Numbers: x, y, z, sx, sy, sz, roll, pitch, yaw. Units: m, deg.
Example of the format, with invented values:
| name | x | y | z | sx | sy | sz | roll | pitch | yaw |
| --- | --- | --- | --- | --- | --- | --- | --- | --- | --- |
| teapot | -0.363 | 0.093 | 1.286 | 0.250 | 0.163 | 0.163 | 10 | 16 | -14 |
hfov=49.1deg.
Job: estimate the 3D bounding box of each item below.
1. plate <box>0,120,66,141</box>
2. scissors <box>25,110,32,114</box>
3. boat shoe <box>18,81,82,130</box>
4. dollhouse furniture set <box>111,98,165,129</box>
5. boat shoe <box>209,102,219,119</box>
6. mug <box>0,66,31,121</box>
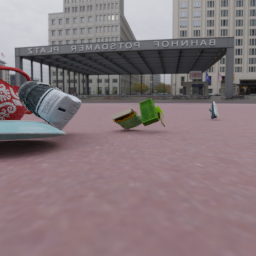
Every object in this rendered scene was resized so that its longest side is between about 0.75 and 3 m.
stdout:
| name | x | y | z | sx | sy | sz | roll | pitch | yaw |
| --- | --- | --- | --- | --- | --- | --- | --- | --- | --- |
| plate | -1.904 | 0.055 | 4.352 | 1.834 | 0.234 | 1.834 | -4 | -4 | 0 |
| scissors | -3.131 | -0.580 | 6.935 | 0.847 | 0.161 | 2.316 | 25 | 2 | 4 |
| boat shoe | -1.425 | -0.481 | 5.299 | 0.765 | 0.777 | 2.156 | 36 | -9 | 0 |
| dollhouse furniture set | 0.246 | -0.116 | 6.550 | 1.113 | 0.559 | 0.729 | -21 | -32 | 19 |
| boat shoe | 3.154 | -0.646 | 10.347 | 0.281 | 0.340 | 0.908 | -26 | 35 | 28 |
| mug | -2.858 | -0.822 | 6.027 | 0.901 | 1.198 | 1.350 | -6 | -35 | 46 |
